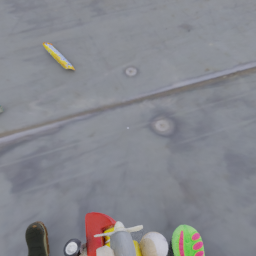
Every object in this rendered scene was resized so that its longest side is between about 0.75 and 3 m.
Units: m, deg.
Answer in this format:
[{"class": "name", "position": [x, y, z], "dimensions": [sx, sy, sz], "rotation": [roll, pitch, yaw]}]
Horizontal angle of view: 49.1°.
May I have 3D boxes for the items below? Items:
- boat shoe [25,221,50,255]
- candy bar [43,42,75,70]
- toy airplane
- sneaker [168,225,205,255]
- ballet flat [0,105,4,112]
[{"class": "boat shoe", "position": [-1.841, 2.594, 5.860], "dimensions": [0.491, 0.479, 1.298], "rotation": [0, 87, 0]}, {"class": "candy bar", "position": [-2.297, -2.358, 9.249], "dimensions": [1.600, 0.177, 0.399], "rotation": [46, 30, 25]}, {"class": "toy airplane", "position": [0.081, 2.174, 4.161], "dimensions": [1.391, 1.971, 1.962], "rotation": [-36, 94, -10]}, {"class": "sneaker", "position": [1.174, 2.982, 5.524], "dimensions": [0.791, 0.863, 2.060], "rotation": [4, 78, 1]}, {"class": "ballet flat", "position": [-3.972, -0.459, 8.055], "dimensions": [0.784, 0.250, 0.264], "rotation": [-11, 32, 3]}]
